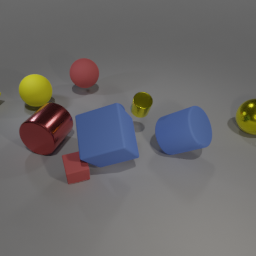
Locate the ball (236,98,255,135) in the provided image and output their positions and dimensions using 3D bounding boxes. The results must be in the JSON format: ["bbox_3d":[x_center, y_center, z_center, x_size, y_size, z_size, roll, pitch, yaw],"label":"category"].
[{"bbox_3d":[4.870,-0.430,10.728,1.400,1.400,1.400,0,34,0],"label":"ball"}]

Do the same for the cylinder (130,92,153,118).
[{"bbox_3d":[0.481,-0.824,10.024,0.700,0.700,0.700,3,64,-7],"label":"cylinder"}]

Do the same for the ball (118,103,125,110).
[{"bbox_3d":[-0.468,-0.691,11.730,0.700,0.700,0.700,0,34,0],"label":"ball"}]

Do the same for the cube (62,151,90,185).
[{"bbox_3d":[-1.611,1.228,8.709,0.700,0.700,0.700,-13,55,-14],"label":"cube"}]

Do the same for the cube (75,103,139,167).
[{"bbox_3d":[-0.611,0.275,8.541,1.400,1.400,1.400,-16,68,14],"label":"cube"}]

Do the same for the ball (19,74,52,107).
[{"bbox_3d":[-4.043,-1.644,12.291,1.400,1.400,1.400,0,34,0],"label":"ball"}]

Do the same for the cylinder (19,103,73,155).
[{"bbox_3d":[-2.899,0.012,10.058,1.400,1.400,1.400,10,35,15],"label":"cylinder"}]

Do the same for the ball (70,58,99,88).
[{"bbox_3d":[-2.081,-2.617,13.384,1.400,1.400,1.400,0,34,0],"label":"ball"}]

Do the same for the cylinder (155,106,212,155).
[{"bbox_3d":[1.881,0.106,9.489,1.400,1.400,1.400,-19,17,42],"label":"cylinder"}]
